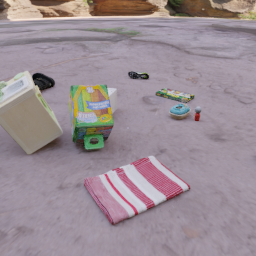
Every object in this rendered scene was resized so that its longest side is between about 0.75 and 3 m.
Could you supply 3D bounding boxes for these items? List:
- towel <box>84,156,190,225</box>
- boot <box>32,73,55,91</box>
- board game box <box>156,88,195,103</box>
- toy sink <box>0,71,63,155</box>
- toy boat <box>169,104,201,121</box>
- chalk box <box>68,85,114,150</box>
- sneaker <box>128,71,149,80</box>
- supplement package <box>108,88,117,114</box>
[{"bbox_3d":[0.233,1.615,7.966,2.542,0.289,1.831,-16,33,-28],"label":"towel"},{"bbox_3d":[-5.033,-2.528,15.407,1.711,0.644,1.280,17,33,29],"label":"boot"},{"bbox_3d":[2.398,-1.688,14.317,1.774,0.208,0.929,19,35,32],"label":"board game box"},{"bbox_3d":[-3.593,-0.813,9.436,1.527,2.725,1.776,-33,37,-7],"label":"toy sink"},{"bbox_3d":[2.508,-0.745,12.061,1.336,0.621,1.123,18,32,31],"label":"toy boat"},{"bbox_3d":[-1.321,-0.300,9.909,1.327,1.320,2.132,-4,65,-18],"label":"chalk box"},{"bbox_3d":[0.646,-3.209,16.995,1.302,0.481,0.527,10,22,3],"label":"sneaker"},{"bbox_3d":[-1.196,-1.039,12.218,1.009,0.997,1.665,8,29,15],"label":"supplement package"}]
